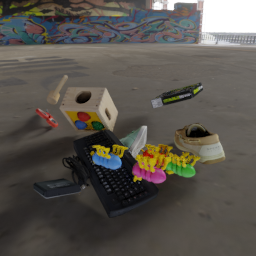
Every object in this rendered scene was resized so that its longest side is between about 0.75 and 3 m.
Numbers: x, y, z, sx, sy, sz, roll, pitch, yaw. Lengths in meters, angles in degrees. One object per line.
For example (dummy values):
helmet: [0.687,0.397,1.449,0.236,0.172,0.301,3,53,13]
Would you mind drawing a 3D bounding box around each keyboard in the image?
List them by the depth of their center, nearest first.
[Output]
keyboard: [-0.552,0.696,5.563,1.345,0.512,2.585,-26,33,-13]

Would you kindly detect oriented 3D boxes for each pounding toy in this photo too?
pounding toy: [-1.463,-0.594,7.692,1.873,1.645,0.857,3,58,19]

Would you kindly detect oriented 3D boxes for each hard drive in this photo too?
hard drive: [-1.279,1.051,4.967,0.602,0.142,0.863,-4,1,-30]

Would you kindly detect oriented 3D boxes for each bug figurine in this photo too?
bug figurine: [0.356,0.656,5.366,2.060,0.530,1.597,3,6,-45]

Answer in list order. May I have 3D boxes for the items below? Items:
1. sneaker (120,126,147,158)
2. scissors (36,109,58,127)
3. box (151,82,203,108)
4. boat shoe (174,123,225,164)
sneaker: [-0.055,0.297,7.030,0.863,0.539,1.464,9,29,19]
scissors: [-2.593,-0.359,9.299,0.800,0.152,2.186,40,-3,-9]
box: [1.721,-1.148,9.763,1.480,0.352,1.429,-13,9,31]
boat shoe: [1.664,0.228,6.773,0.767,0.688,2.072,-13,14,-11]
